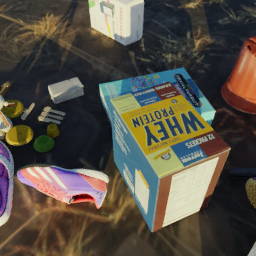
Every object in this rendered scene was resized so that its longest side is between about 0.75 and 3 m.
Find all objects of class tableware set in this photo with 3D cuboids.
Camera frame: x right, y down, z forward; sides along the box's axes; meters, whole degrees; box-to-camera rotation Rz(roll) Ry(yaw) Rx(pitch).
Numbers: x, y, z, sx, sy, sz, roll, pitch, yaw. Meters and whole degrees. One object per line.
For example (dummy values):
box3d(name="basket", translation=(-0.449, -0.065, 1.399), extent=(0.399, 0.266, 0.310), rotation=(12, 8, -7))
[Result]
box3d(name="tableware set", translation=(-3.109, -0.087, 8.196), extent=(2.330, 0.358, 1.570), rotation=(14, 51, 5))

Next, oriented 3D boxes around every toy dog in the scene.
box3d(name="toy dog", translation=(-3.406, -0.231, 7.830), extent=(0.726, 1.508, 0.995), rotation=(9, 71, -14))

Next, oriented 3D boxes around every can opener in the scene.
box3d(name="can opener", translation=(3.300, 1.195, 6.960), extent=(1.580, 0.501, 0.621), rotation=(10, 48, 8))

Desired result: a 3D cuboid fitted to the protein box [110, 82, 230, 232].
box3d(name="protein box", translation=(0.733, 0.629, 6.288), extent=(1.508, 2.235, 2.219), rotation=(-19, 49, -17))

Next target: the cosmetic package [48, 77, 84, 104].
box3d(name="cosmetic package", translation=(-2.053, -1.248, 9.296), extent=(1.035, 0.467, 0.553), rotation=(-21, 54, -22))

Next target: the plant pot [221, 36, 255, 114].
box3d(name="plant pot", translation=(4.100, -1.735, 8.786), extent=(1.880, 1.828, 1.880), rotation=(0, 47, 0))

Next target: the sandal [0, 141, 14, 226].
box3d(name="sandal", translation=(-3.418, 1.055, 6.875), extent=(1.208, 0.729, 2.968), rotation=(-17, 46, -23))

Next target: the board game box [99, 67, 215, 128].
box3d(name="board game box", translation=(0.779, -0.708, 8.457), extent=(2.851, 0.669, 2.152), rotation=(-13, 49, -11))

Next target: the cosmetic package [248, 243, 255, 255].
box3d(name="cosmetic package", translation=(2.554, 2.945, 5.054), extent=(1.117, 0.881, 2.077), rotation=(33, 54, 25))

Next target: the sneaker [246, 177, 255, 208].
box3d(name="sneaker", translation=(3.808, 1.724, 6.336), extent=(2.234, 0.837, 1.006), rotation=(34, 48, 20))

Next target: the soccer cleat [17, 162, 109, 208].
box3d(name="soccer cleat", translation=(-1.625, 1.366, 6.675), extent=(2.270, 0.774, 0.831), rotation=(5, 57, 5))

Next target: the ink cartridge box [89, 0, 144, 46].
box3d(name="ink cartridge box", translation=(-0.528, -4.800, 11.732), extent=(1.051, 1.745, 2.402), rotation=(-35, 56, -28))

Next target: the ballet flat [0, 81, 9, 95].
box3d(name="ballet flat", translation=(-4.293, -1.313, 9.545), extent=(0.300, 0.206, 0.891), rotation=(-23, 32, 31))
